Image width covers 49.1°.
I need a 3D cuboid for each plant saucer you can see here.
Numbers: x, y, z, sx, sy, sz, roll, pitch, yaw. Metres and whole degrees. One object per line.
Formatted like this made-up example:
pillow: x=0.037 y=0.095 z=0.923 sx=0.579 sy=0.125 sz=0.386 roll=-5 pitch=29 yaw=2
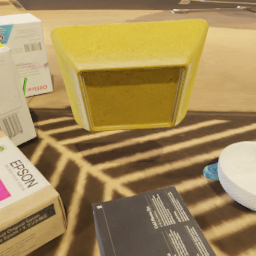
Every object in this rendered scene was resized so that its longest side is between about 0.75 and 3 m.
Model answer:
plant saucer: x=0.063 y=-0.659 z=4.942 sx=2.404 sy=2.404 sz=0.582 roll=-4 pitch=55 yaw=-1

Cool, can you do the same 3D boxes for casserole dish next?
casserole dish: x=2.247 y=1.062 z=7.001 sx=0.767 sy=0.149 sz=0.465 roll=-13 pitch=34 yaw=-18

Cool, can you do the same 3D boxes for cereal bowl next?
cereal bowl: x=2.938 y=1.161 z=6.214 sx=1.933 sy=0.805 sz=1.933 roll=0 pitch=32 yaw=0

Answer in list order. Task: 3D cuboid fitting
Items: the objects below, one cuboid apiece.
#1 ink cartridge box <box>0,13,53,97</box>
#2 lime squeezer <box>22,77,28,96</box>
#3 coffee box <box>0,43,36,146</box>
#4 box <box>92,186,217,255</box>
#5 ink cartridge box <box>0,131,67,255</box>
ink cartridge box: x=-4.239 y=-2.723 z=10.641 sx=1.962 sy=2.674 sz=1.953 roll=-16 pitch=34 yaw=-24
lime squeezer: x=-3.776 y=-0.718 z=9.438 sx=0.372 sy=0.697 sz=1.973 roll=24 pitch=68 yaw=7
coffee box: x=-4.423 y=-0.779 z=7.460 sx=2.588 sy=2.592 sz=2.563 roll=-28 pitch=41 yaw=-30
box: x=0.361 y=2.032 z=4.700 sx=1.617 sy=0.924 sz=1.776 roll=-8 pitch=33 yaw=-13
ink cartridge box: x=-3.002 y=1.430 z=5.517 sx=2.396 sy=1.092 sz=2.908 roll=-26 pitch=39 yaw=-33
